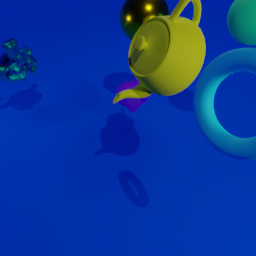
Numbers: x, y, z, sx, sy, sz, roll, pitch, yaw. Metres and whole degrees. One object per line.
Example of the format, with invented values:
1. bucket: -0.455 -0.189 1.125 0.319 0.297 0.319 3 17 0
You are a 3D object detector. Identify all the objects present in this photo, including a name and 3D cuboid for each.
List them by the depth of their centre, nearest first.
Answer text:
1. ring: 1.075 -0.214 2.671 0.212 1.062 1.062 -12 41 -39
2. teapot: 0.483 -1.129 4.448 1.000 2.043 1.270 10 35 -40
3. ball: 2.718 -2.358 5.985 1.137 1.137 1.137 0 43 0
4. monkey head: 0.149 -0.882 7.005 0.751 0.897 1.247 47 46 -6
5. ball: 0.439 -2.841 7.242 1.320 1.320 1.320 0 43 0
6. monkey head: -3.157 -1.849 7.598 1.012 1.208 1.679 18 50 33
